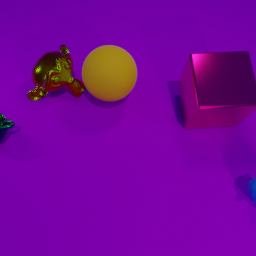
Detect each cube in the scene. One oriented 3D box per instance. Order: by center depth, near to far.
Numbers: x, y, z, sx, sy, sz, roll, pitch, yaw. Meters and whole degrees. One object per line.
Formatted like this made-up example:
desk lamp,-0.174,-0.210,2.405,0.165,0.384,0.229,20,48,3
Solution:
cube,2.104,-0.870,6.780,1.394,1.394,1.394,-3,72,-2

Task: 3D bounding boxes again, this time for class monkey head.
monkey head,-1.903,-1.410,7.702,1.129,1.347,1.873,15,71,49

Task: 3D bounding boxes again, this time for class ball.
ball,-0.456,-1.353,6.984,1.368,1.368,1.368,0,54,0

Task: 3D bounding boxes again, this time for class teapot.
teapot,-3.346,-0.082,6.792,1.456,0.906,0.713,2,35,24

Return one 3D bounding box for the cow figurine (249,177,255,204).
cow figurine,2.855,1.230,5.256,0.754,1.351,1.373,-52,38,-10
